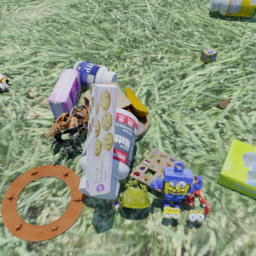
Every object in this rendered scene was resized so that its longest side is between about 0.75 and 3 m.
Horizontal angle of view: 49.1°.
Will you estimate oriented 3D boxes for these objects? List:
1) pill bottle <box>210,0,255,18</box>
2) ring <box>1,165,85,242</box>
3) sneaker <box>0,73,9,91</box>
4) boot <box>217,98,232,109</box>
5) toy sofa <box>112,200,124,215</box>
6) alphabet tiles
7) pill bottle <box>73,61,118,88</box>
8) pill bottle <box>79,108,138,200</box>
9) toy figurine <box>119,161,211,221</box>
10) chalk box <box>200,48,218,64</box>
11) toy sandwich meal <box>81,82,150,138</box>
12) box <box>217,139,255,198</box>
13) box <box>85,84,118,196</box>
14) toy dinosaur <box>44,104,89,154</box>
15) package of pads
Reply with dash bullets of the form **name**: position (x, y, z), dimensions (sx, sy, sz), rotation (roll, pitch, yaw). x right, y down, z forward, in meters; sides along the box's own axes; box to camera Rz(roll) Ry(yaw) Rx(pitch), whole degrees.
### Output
- **pill bottle**: position (6.655, -7.786, 17.306), dimensions (2.873, 1.620, 1.620), rotation (8, 49, 6)
- **ring**: position (-2.806, 2.338, 9.300), dimensions (2.755, 0.264, 2.755), rotation (0, 48, 0)
- **sneaker**: position (-5.973, -2.285, 13.239), dimensions (0.652, 0.542, 1.447), rotation (-12, 56, -19)
- **boot**: position (4.319, -1.088, 12.360), dimensions (0.779, 0.287, 0.294), rotation (-28, 75, -19)
- **toy sofa**: position (-0.124, 2.399, 9.179), dimensions (0.850, 0.352, 0.415), rotation (-27, 55, -22)
- **alphabet tiles**: position (1.397, 1.598, 9.800), dimensions (2.077, 0.078, 1.737), rotation (25, 42, 24)
- **pill bottle**: position (-1.496, -2.333, 12.829), dimensions (1.882, 1.126, 1.126), rotation (17, 51, 14)
- **pill bottle**: position (-0.679, 0.871, 9.479), dimensions (1.676, 1.676, 2.803), rotation (8, 64, 7)
- **toy figurine**: position (1.228, 1.611, 8.659), dimensions (2.858, 1.712, 1.508), rotation (7, 31, 2)
- **chalk box**: position (4.269, -3.773, 14.495), dimensions (0.852, 0.532, 0.528), rotation (-20, 52, -16)
- **toy sandwich meal**: position (-0.485, -0.691, 11.440), dimensions (3.002, 1.028, 3.002), rotation (0, 49, 0)
- **box**: position (4.746, 1.650, 9.635), dimensions (2.847, 0.679, 1.736), rotation (21, 53, 18)
- **box**: position (-0.702, 0.303, 7.170), dimensions (0.588, 2.837, 0.549), rotation (-1, 14, -28)
- **toy dinosaur**: position (-2.246, -0.041, 10.337), dimensions (2.455, 1.666, 1.254), rotation (-9, 32, -45)
- **package of pads**: position (-2.629, -1.394, 11.905), dimensions (0.796, 1.267, 2.103), rotation (7, 49, 5)
